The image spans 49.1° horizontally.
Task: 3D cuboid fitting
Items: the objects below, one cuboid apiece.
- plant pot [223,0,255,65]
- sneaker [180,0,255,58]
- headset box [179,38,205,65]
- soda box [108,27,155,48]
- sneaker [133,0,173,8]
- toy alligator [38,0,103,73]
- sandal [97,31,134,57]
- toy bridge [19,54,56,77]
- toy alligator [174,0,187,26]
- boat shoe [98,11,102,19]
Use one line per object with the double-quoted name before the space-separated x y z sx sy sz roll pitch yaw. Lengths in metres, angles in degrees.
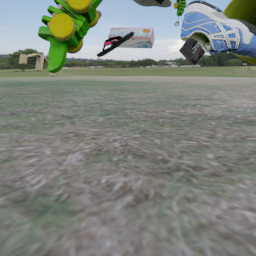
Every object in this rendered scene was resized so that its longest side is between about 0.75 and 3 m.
"plant pot" 3.606 -2.394 7.336 1.842 1.842 1.968 10 -3 37
"sneaker" 2.087 -1.890 6.022 2.096 0.807 0.793 25 -3 1
"headset box" 2.495 -3.001 10.096 0.592 1.174 1.579 40 15 12
"soda box" 0.143 -3.748 11.649 1.852 0.633 0.589 7 58 17
"sneaker" 0.698 -3.647 7.381 1.184 0.855 0.450 16 -19 14
"toy alligator" -0.657 -1.741 3.783 0.571 2.105 0.624 31 -1 4
"sandal" -0.527 -3.097 10.085 1.870 0.421 0.702 -18 28 47
"toy bridge" -2.524 -1.861 8.026 0.185 0.458 1.362 5 -4 25
"toy alligator" 1.788 -4.065 9.441 0.402 1.355 0.368 -12 39 -15
"boat shoe" -1.715 -4.645 11.781 1.376 0.431 0.500 -30 63 -12
